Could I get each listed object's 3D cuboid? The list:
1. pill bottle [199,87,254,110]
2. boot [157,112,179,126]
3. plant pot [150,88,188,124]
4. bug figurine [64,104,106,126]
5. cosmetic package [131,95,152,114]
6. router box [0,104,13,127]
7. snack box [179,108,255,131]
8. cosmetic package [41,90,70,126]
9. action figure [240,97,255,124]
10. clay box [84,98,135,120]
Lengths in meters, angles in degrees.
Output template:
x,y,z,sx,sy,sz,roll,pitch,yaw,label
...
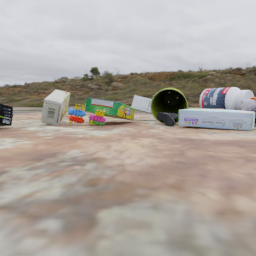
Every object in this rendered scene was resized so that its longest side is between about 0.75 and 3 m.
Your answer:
x,y,z,sx,sy,sz,roll,pitch,yaw,label
3.563,-0.955,10.111,1.019,1.019,1.705,-4,5,-39,pill bottle
1.422,-0.325,8.991,0.659,0.349,1.001,0,22,-21,boot
1.456,-0.899,9.671,1.212,1.212,1.295,1,20,12,plant pot
-1.284,-0.321,8.498,1.234,0.409,1.591,9,-10,-9,bug figurine
0.805,-0.916,11.548,0.947,0.582,0.944,19,4,33,cosmetic package
-4.186,-0.416,7.254,1.401,0.581,1.870,-1,-7,18,router box
2.606,-0.282,8.165,1.960,0.519,1.394,4,8,26,snack box
-2.421,-0.725,9.499,0.560,0.828,1.575,12,20,-5,cosmetic package
4.405,-0.627,9.008,2.075,1.122,2.145,2,3,-20,action figure
-0.534,-0.622,9.851,1.201,0.498,2.091,9,1,16,clay box
